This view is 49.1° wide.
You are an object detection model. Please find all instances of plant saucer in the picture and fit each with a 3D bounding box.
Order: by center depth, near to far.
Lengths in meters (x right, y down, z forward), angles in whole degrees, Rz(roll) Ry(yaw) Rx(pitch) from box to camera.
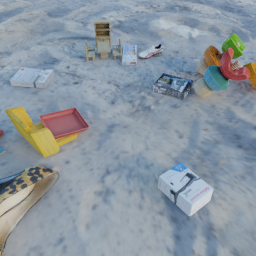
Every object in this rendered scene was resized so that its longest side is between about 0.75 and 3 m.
[{"bbox_3d":[-2.206,-0.135,9.682,1.361,0.250,1.364,-16,42,-25],"label":"plant saucer"}]

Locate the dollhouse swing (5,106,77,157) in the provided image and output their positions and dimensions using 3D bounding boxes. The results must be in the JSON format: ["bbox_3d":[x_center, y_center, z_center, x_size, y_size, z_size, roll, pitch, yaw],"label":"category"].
[{"bbox_3d":[-2.725,-0.151,9.186,1.492,1.542,1.697,-39,52,-23],"label":"dollhouse swing"}]

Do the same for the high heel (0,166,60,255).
[{"bbox_3d":[-2.571,2.047,6.701,2.120,1.062,2.974,-14,36,-13],"label":"high heel"}]

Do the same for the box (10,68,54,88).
[{"bbox_3d":[-4.226,-2.237,12.415,1.540,0.317,1.201,6,40,6],"label":"box"}]

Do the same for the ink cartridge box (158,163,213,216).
[{"bbox_3d":[1.551,1.637,7.624,0.880,0.513,1.217,-27,47,-28],"label":"ink cartridge box"}]

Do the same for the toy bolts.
[{"bbox_3d":[4.062,-2.118,11.693,2.828,2.053,2.961,51,39,-4],"label":"toy bolts"}]

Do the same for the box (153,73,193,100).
[{"bbox_3d":[1.902,-1.772,11.823,1.398,0.348,1.102,20,44,21],"label":"box"}]

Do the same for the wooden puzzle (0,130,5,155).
[{"bbox_3d":[-5.187,0.503,9.241,2.527,0.178,1.498,7,40,8],"label":"wooden puzzle"}]

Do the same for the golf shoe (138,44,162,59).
[{"bbox_3d":[1.119,-3.896,14.175,1.332,0.613,0.484,-18,44,-19],"label":"golf shoe"}]

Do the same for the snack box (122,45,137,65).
[{"bbox_3d":[0.091,-3.754,14.285,0.702,0.237,1.952,1,40,2],"label":"snack box"}]

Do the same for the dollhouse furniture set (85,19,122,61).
[{"bbox_3d":[-1.268,-4.494,14.287,1.803,1.366,2.057,-4,40,-4],"label":"dollhouse furniture set"}]
